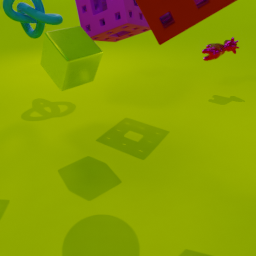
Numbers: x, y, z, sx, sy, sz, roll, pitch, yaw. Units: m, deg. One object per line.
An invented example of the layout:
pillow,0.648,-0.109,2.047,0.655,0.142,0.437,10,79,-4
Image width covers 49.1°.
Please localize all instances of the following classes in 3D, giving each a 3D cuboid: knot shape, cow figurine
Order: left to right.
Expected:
knot shape,-2.752,-3.245,7.828,1.582,1.481,0.731,2,70,29
cow figurine,2.837,-2.390,8.537,0.949,0.529,0.964,-1,28,36

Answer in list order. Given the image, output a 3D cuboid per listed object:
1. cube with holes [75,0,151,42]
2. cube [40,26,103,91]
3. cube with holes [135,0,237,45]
cube with holes,-0.296,-2.829,6.531,1.265,1.265,1.265,-7,8,35
cube,-1.065,-1.298,5.230,0.774,0.774,0.774,-27,69,-36
cube with holes,0.526,-1.718,2.938,1.067,1.067,1.067,-27,23,16
